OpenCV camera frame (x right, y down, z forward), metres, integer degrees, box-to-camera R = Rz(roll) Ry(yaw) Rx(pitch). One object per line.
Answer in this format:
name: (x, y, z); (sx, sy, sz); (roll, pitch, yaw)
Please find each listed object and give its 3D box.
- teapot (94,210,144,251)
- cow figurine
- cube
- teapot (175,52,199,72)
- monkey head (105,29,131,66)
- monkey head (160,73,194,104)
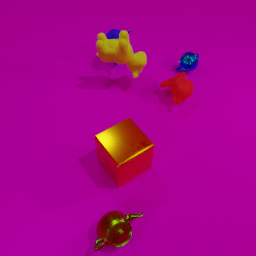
teapot: (-0.230, 2.291, 6.325); (1.341, 0.657, 0.834); (-33, 101, -26)
cow figurine: (-0.211, -2.338, 9.153); (1.602, 1.577, 0.880); (-2, 52, 7)
cube: (-0.102, 0.647, 7.474); (1.131, 1.131, 1.131); (-29, 57, -21)
teapot: (2.179, -2.397, 10.100); (0.563, 1.150, 0.715); (-28, 88, -47)
monkey head: (-0.349, -3.037, 9.947); (0.901, 1.076, 1.496); (27, 78, -25)
monkey head: (1.642, -1.316, 9.319); (1.015, 0.850, 1.410); (-12, 23, 34)
